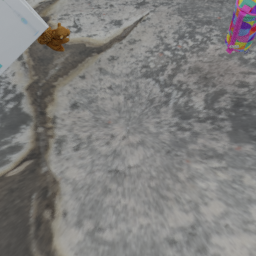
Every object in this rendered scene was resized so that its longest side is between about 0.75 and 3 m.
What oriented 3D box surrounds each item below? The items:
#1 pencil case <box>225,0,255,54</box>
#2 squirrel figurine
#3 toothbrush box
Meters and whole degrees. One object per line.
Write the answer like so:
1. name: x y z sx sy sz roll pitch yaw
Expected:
1. pencil case: 2.907 -2.568 6.997 0.771 1.745 0.771 -3 72 10
2. squirrel figurine: -2.178 -2.716 8.229 0.978 0.692 0.913 -4 2 -33
3. toothbrush box: -2.987 -2.119 5.290 1.876 1.093 2.563 -46 56 0
